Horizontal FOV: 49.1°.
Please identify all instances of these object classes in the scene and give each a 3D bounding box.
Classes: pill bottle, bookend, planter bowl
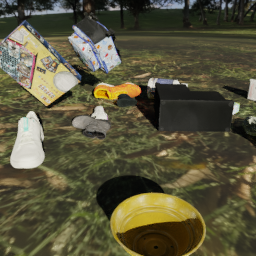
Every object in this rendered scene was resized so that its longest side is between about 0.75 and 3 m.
[{"bbox_3d":[2.139,-2.066,15.181,2.024,1.123,1.123,8,25,18],"label":"pill bottle"},{"bbox_3d":[2.717,-1.030,12.522,2.934,1.360,2.953,0,23,0],"label":"bookend"},{"bbox_3d":[0.593,2.229,5.804,1.894,0.789,1.894,0,24,0],"label":"planter bowl"}]

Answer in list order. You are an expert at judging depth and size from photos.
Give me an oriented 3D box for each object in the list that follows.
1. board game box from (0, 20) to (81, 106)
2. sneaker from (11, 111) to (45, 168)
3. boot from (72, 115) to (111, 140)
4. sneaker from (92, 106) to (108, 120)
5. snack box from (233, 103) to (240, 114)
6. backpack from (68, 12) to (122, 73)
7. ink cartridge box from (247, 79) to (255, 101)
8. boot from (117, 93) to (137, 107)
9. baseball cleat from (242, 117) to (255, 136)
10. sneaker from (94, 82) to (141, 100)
[{"bbox_3d":[-3.318,-2.226,10.203,1.846,2.726,0.472,-30,36,20],"label":"board game box"},{"bbox_3d":[-3.457,0.303,9.596,1.082,1.273,2.877,-5,24,-14],"label":"sneaker"},{"bbox_3d":[-1.599,-0.032,11.241,1.722,0.601,1.133,3,26,13],"label":"boot"},{"bbox_3d":[-1.387,-0.621,12.633,0.706,0.530,1.417,-8,25,-17],"label":"sneaker"},{"bbox_3d":[4.421,-0.959,13.452,1.455,0.493,1.227,-19,29,-39],"label":"snack box"},{"bbox_3d":[-1.404,-3.604,12.721,1.891,2.338,2.455,-39,50,1],"label":"backpack"},{"bbox_3d":[7.135,-1.966,15.072,0.601,1.027,1.771,-16,28,-32],"label":"ink cartridge box"},{"bbox_3d":[-0.258,-1.466,14.615,1.211,0.462,1.017,-7,27,-32],"label":"boot"},{"bbox_3d":[5.437,0.156,10.307,1.497,0.981,2.813,-3,25,-7],"label":"baseball cleat"},{"bbox_3d":[-0.585,-1.898,15.394,2.603,0.950,1.004,-2,40,12],"label":"sneaker"}]
